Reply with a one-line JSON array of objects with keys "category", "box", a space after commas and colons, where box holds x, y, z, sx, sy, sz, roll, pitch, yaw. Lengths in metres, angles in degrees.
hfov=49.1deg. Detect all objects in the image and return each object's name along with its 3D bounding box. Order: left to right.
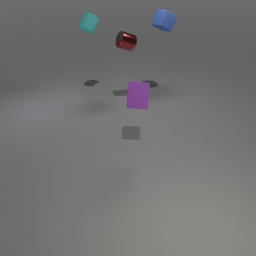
[{"category": "cylinder", "box": [-1.772, -4.774, 12.740, 0.700, 0.700, 0.700, 23, 3, -1]}, {"category": "cylinder", "box": [-0.081, -3.728, 12.049, 0.700, 0.700, 0.700, 8, 25, -29]}, {"category": "cube", "box": [0.348, -1.102, 9.432, 0.700, 0.700, 0.700, 5, 30, 3]}, {"category": "cube", "box": [1.602, -4.780, 12.480, 0.700, 0.700, 0.700, 13, 12, -37]}]
